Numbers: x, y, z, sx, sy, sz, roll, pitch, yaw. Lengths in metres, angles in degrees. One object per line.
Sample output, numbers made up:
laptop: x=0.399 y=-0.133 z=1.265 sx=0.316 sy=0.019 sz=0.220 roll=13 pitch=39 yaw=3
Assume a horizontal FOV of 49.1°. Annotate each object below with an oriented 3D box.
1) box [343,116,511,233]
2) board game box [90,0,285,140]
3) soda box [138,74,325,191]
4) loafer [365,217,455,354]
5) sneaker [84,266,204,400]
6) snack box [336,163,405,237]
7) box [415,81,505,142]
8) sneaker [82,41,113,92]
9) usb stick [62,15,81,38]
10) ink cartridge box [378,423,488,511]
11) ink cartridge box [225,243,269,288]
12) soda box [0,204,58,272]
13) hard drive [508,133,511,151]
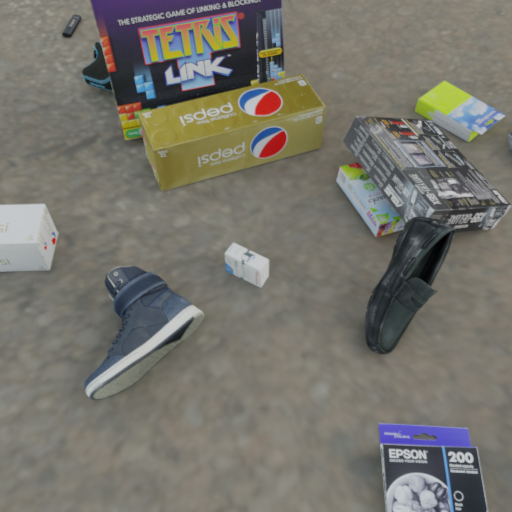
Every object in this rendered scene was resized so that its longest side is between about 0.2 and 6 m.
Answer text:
box: x=3.124 y=-1.546 z=10.402 sx=2.057 sy=0.649 sz=2.608 roll=-7 pitch=52 yaw=-31
board game box: x=-1.246 y=-4.165 z=11.243 sx=3.592 sy=2.969 sz=1.019 roll=-15 pitch=42 yaw=-10
soda box: x=-0.462 y=-2.495 z=11.227 sx=3.505 sy=1.122 sz=1.187 roll=-18 pitch=55 yaw=-12
loafer: x=2.394 y=0.483 z=8.751 sx=0.811 sy=0.784 sz=2.310 roll=20 pitch=85 yaw=51
sneaker: x=-2.107 y=1.093 z=8.713 sx=1.558 sy=0.820 sz=2.156 roll=41 pitch=54 yaw=14
snack box: x=2.396 y=-1.168 z=10.655 sx=1.126 sy=0.419 sz=1.583 roll=-16 pitch=55 yaw=-17
box: x=4.400 y=-3.103 z=12.131 sx=0.974 sy=0.381 sz=1.597 roll=-37 pitch=62 yaw=-24
sneaker: x=-3.176 y=-4.968 z=13.084 sx=1.167 sy=1.043 sz=2.850 roll=6 pitch=54 yaw=4
usb stick: x=-4.705 y=-5.869 z=14.295 sx=0.250 sy=0.147 sz=0.902 roll=6 pitch=54 yaw=5
ink cartridge box: x=2.422 y=2.970 z=7.771 sx=1.344 sy=0.294 sz=1.357 roll=2 pitch=53 yaw=2
ink cartridge box: x=-0.159 y=0.165 z=9.658 sx=0.724 sy=0.530 sz=0.311 roll=24 pitch=58 yaw=17
soda box: x=-4.966 y=-0.286 z=9.791 sx=2.665 sy=0.848 sz=0.907 roll=-2 pitch=54 yaw=-1
hard drive: x=6.253 y=-1.953 z=11.254 sx=1.424 sy=0.447 sz=2.112 roll=-29 pitch=59 yaw=-19
